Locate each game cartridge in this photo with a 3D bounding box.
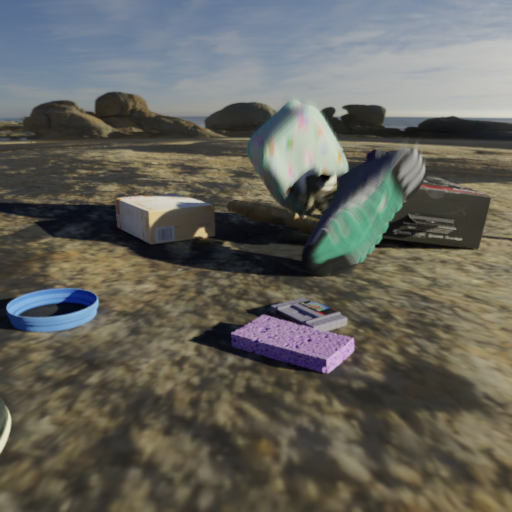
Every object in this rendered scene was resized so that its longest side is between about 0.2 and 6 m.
[{"bbox_3d":[0.716,0.809,7.720,0.623,0.185,0.961,-15,21,-32],"label":"game cartridge"}]

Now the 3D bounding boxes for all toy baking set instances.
[{"bbox_3d":[1.026,-0.677,12.038,3.340,0.389,2.563,8,8,-40],"label":"toy baking set"}]

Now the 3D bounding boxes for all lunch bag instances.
[{"bbox_3d":[1.055,-2.295,13.327,2.002,2.496,0.962,-48,43,-9],"label":"lunch bag"}]

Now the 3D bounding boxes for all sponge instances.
[{"bbox_3d":[0.436,1.044,6.767,1.334,0.199,0.744,10,18,33],"label":"sponge"}]

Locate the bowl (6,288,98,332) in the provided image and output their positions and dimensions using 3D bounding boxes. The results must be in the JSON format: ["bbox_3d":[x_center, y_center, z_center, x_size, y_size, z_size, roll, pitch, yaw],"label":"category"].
[{"bbox_3d":[-2.811,0.749,7.781,1.207,0.237,1.207,0,15,0],"label":"bowl"}]

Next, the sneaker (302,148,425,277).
[{"bbox_3d":[1.738,-0.830,10.266,3.005,1.118,1.315,-43,33,-16],"label":"sneaker"}]

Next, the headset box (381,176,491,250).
[{"bbox_3d":[3.435,-1.096,12.309,2.320,1.204,3.118,6,16,-4],"label":"headset box"}]

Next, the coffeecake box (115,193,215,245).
[{"bbox_3d":[-2.114,-0.897,12.815,1.569,0.747,2.044,-10,18,-31],"label":"coffeecake box"}]

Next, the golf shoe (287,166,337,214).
[{"bbox_3d":[1.550,-1.264,11.854,1.869,0.883,0.727,21,23,-44],"label":"golf shoe"}]

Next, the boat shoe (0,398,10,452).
[{"bbox_3d":[-2.719,1.461,4.078,0.908,0.805,2.429,5,16,17],"label":"boat shoe"}]
